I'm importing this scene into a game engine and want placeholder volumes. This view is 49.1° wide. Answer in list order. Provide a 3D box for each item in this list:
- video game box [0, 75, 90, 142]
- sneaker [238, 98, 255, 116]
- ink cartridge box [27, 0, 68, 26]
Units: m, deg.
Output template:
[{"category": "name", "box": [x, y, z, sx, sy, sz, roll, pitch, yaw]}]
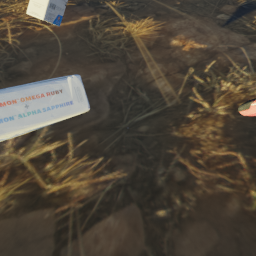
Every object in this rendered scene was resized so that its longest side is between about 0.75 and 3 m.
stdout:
[{"category": "video game box", "box": [-2.526, 0.000, 4.669, 2.714, 0.697, 2.979, -18, 4, -38]}, {"category": "sneaker", "box": [3.542, -0.253, 5.992, 2.198, 0.953, 0.810, -2, 3, 12]}, {"category": "ink cartridge box", "box": [-2.520, -4.315, 9.154, 0.682, 1.618, 1.181, 24, 14, 9]}]
